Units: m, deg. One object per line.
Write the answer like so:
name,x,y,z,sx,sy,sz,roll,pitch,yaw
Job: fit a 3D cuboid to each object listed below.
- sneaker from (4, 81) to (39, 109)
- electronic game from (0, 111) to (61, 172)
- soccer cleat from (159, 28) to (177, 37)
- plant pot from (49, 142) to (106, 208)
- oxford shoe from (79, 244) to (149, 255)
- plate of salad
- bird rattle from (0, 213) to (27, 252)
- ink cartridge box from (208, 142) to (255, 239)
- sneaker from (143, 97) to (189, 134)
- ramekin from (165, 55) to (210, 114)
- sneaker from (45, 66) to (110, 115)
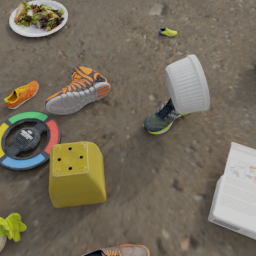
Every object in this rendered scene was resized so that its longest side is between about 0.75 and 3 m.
sneaker,-3.611,-1.197,9.627,0.492,0.520,1.347,29,61,18
electronic game,-3.141,0.351,8.689,2.124,0.442,2.124,0,58,0
soccer cleat,1.639,-3.939,11.459,0.751,0.314,0.243,8,58,5
plant pot,-1.425,1.128,7.567,1.482,1.526,1.492,-6,57,-3
oxford shoe,-0.369,3.195,6.767,1.841,0.671,0.656,-10,58,-6
plate of salad,-3.791,-4.772,11.824,2.460,0.591,2.460,0,57,0
bird rattle,-3.552,2.589,7.112,1.612,0.908,1.314,16,75,13
ink cartridge box,3.794,1.878,7.636,2.647,0.592,2.332,20,61,11
sneaker,1.363,-0.639,9.036,2.230,0.902,0.824,-37,65,-21
ramekin,1.631,-1.169,7.946,0.855,1.629,1.629,-16,58,5
sneaker,-1.868,-1.321,9.594,2.305,0.894,1.292,-23,56,-25
